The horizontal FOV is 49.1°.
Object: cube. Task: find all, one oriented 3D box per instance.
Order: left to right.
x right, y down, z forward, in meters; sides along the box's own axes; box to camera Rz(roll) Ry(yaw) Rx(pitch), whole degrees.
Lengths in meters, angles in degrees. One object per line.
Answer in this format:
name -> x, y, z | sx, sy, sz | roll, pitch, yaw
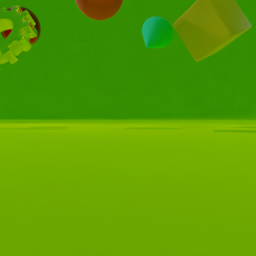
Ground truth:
cube -> 2.475, -3.028, 8.288 | 1.360, 1.360, 1.360 | -31, -1, -38

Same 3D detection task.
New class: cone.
cone -> 0.723, -2.618, 8.325 | 1.005, 1.005, 1.009 | 1, 41, 29

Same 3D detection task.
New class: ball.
ball -> -3.254, -3.043, 8.466 | 1.186, 1.186, 1.186 | 0, 2, 0
ball -> -0.812, -3.765, 7.864 | 1.385, 1.385, 1.385 | 0, 2, 0

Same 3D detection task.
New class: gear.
gear -> -3.195, -2.246, 6.963 | 1.857, 1.857, 0.343 | 1, -28, 17
